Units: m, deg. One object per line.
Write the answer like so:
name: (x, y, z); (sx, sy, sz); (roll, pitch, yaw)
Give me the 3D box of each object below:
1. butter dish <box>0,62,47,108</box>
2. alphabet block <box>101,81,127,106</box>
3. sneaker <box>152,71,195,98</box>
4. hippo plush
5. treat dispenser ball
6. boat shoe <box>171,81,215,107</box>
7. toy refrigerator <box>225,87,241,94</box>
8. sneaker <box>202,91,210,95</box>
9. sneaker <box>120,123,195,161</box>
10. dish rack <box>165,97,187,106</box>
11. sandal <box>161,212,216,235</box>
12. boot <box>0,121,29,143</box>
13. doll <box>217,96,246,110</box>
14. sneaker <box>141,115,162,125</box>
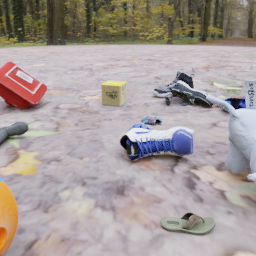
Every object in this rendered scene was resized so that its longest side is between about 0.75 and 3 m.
butter dish: (-5.308, -1.746, 13.338); (2.246, 1.660, 2.240); (35, 26, -18)
alphabet block: (-0.678, -1.727, 13.890); (1.021, 1.040, 1.016); (6, 21, 15)
sneaker: (2.485, -2.405, 15.193); (2.397, 1.364, 0.905); (-4, 21, -10)
hippo plush: (3.468, 0.463, 6.401); (2.208, 2.772, 2.229); (-21, 29, 5)
treat dispenser ball: (-2.733, 1.516, 4.478); (1.825, 1.825, 1.825); (0, 21, 0)
boat shoe: (3.162, -1.530, 13.878); (0.720, 0.902, 2.386); (-47, 47, -8)
toy refrigerator: (5.978, -2.108, 15.903); (0.819, 0.311, 0.286); (7, 22, 15)
sneaker: (3.633, -1.683, 14.591); (1.623, 0.625, 0.691); (26, 22, 35)
sneaker: (0.702, 0.540, 8.371); (2.380, 0.961, 1.374); (7, 25, 35)
dish rack: (2.394, -1.316, 13.892); (1.062, 0.290, 0.815); (0, 22, -2)
sandal: (1.203, 1.870, 5.585); (1.091, 0.311, 0.433); (1, 21, 2)
boot: (-4.154, 0.285, 9.299); (1.321, 0.527, 1.453); (-18, 12, 9)
doll: (5.047, -0.992, 12.516); (1.878, 0.667, 2.752); (-12, 24, -30)
sneaker: (0.959, -0.295, 11.181); (0.838, 0.333, 0.400); (-4, 23, -9)
